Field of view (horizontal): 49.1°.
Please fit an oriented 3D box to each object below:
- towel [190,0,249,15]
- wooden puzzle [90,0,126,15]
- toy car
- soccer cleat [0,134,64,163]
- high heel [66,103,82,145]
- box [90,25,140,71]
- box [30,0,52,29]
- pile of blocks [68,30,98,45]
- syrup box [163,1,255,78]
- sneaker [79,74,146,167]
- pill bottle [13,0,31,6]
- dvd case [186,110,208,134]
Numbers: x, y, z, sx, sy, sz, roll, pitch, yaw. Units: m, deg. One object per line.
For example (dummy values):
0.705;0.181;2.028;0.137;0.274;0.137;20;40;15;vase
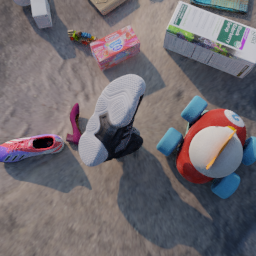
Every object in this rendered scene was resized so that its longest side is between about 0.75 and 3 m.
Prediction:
3.389;-4.969;10.145;2.057;0.223;1.509;13;78;3;towel
-0.811;-4.954;10.096;1.414;0.354;1.527;-38;84;-8;wooden puzzle
2.390;0.436;7.435;2.512;2.725;2.411;38;86;6;toy car
-3.073;0.563;8.508;2.147;0.786;0.732;-9;77;-2;soccer cleat
-1.538;-0.125;8.854;0.623;0.437;1.296;10;91;12;high heel
-0.413;-2.637;9.322;1.504;0.712;0.772;-26;78;-6;box
-2.995;-4.062;9.668;0.495;0.709;0.931;-11;76;-3;box
-1.573;-3.066;9.574;1.056;0.434;0.328;12;77;3;pile of blocks
2.742;-2.839;9.128;2.945;1.199;1.160;23;78;6;syrup box
-0.136;-0.172;7.824;1.106;1.667;2.930;49;120;29;sneaker
-3.812;-5.201;9.835;0.924;0.924;1.643;-15;77;-4;pill bottle
2.672;-0.001;8.970;1.501;0.165;1.095;15;77;3;dvd case
